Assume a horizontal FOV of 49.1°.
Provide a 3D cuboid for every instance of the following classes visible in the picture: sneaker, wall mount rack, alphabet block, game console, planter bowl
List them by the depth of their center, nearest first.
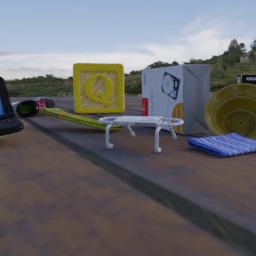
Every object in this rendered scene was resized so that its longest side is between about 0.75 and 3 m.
[{"bbox_3d":[0.389,0.082,7.090,2.125,0.792,1.846,3,12,22],"label":"wall mount rack"},{"bbox_3d":[-4.205,-0.486,7.097,2.501,1.456,2.200,-15,16,-28],"label":"game console"},{"bbox_3d":[3.166,-0.281,7.886,1.866,1.866,0.777,4,-26,23],"label":"planter bowl"},{"bbox_3d":[-4.711,-1.032,14.265,2.503,0.923,1.095,-14,15,-41],"label":"sneaker"},{"bbox_3d":[-1.813,-2.376,16.869,2.889,2.874,2.943,-3,7,-9],"label":"alphabet block"}]

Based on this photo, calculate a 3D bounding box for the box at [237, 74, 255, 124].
[{"bbox_3d":[5.545,-1.107,10.929,2.460,1.964,0.607,2,9,5],"label":"box"}]

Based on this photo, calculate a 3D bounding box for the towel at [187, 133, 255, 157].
[{"bbox_3d":[2.367,0.353,6.559,1.642,0.196,1.189,-6,15,-27],"label":"towel"}]

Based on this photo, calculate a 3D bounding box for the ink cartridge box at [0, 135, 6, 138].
[{"bbox_3d":[-4.009,0.225,7.659,1.062,0.255,0.772,-21,20,-40],"label":"ink cartridge box"}]

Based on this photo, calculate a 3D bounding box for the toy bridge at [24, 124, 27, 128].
[{"bbox_3d":[-4.147,-0.103,10.356,0.983,0.134,0.331,7,12,40],"label":"toy bridge"}]

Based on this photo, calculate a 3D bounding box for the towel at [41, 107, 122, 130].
[{"bbox_3d":[-1.617,-0.337,9.697,2.690,0.243,1.158,14,9,23],"label":"towel"}]

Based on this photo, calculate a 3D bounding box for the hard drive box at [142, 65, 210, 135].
[{"bbox_3d":[1.554,-1.030,9.770,1.054,2.140,2.746,-5,8,-23],"label":"hard drive box"}]
